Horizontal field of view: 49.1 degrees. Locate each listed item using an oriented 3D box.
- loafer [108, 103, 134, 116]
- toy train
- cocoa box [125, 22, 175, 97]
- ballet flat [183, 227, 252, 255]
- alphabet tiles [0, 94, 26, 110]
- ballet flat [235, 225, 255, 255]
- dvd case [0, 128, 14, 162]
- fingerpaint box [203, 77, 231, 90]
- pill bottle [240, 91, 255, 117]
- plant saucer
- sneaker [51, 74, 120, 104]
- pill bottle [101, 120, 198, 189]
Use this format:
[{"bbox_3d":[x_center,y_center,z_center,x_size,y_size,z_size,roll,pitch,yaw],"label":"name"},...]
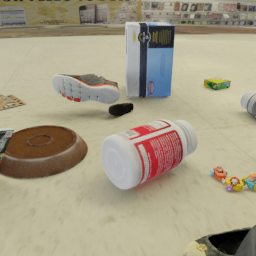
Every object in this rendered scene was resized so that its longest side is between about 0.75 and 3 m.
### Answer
[{"bbox_3d":[-0.293,-0.651,9.783,0.404,0.413,1.132,8,13,43],"label":"loafer"},{"bbox_3d":[2.406,1.038,6.147,1.083,0.301,0.813,2,25,5],"label":"toy train"},{"bbox_3d":[0.837,-2.885,11.641,1.850,2.819,1.880,-1,25,-2],"label":"cocoa box"},{"bbox_3d":[1.753,1.732,4.325,1.952,0.555,0.649,-6,25,-14],"label":"ballet flat"},{"bbox_3d":[-4.991,-0.992,10.856,1.452,0.066,1.737,-21,32,-37],"label":"alphabet tiles"},{"bbox_3d":[1.292,2.228,2.813,1.062,1.062,2.908,4,30,9],"label":"ballet flat"},{"bbox_3d":[-2.901,0.550,5.894,0.129,1.172,0.856,28,8,9],"label":"dvd case"},{"bbox_3d":[4.058,-2.032,12.775,0.923,0.338,0.770,-13,29,-28],"label":"fingerpaint box"},{"bbox_3d":[4.488,-0.729,9.378,0.811,0.811,1.393,-8,26,-16],"label":"pill bottle"},{"bbox_3d":[-2.261,0.469,7.281,2.406,0.414,2.406,0,24,0],"label":"plant saucer"},{"bbox_3d":[-1.459,-1.497,9.947,2.400,0.925,0.983,13,42,-8],"label":"sneaker"},{"bbox_3d":[0.541,0.480,6.316,2.092,1.174,1.174,-17,30,-33],"label":"pill bottle"}]
